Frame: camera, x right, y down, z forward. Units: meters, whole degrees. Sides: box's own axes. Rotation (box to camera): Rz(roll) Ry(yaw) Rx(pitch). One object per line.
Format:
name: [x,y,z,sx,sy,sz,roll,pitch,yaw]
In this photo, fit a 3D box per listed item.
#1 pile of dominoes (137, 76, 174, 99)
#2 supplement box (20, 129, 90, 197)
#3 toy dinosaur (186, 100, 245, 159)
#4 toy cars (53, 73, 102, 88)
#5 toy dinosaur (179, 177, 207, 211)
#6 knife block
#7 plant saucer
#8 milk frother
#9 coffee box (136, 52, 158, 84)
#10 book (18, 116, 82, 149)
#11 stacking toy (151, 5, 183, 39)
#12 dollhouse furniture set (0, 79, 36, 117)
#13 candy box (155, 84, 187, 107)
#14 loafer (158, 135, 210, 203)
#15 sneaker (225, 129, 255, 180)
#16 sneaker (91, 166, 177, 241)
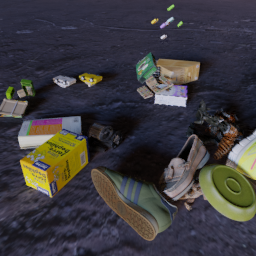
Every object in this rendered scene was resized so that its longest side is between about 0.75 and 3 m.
pile of dominoes: [1.168,-2.015,13.113,1.453,0.297,1.865,-29,24,1]
supplement box: [-2.157,1.004,8.639,1.033,1.039,1.897,17,38,24]
toy dinosaur: [3.240,0.049,9.935,1.979,1.489,2.916,23,16,6]
toy cars: [-2.529,-2.345,14.206,2.502,0.554,1.122,-6,30,-3]
toy dinosaur: [1.901,1.745,7.953,1.386,0.595,0.939,-24,19,11]
knife block: [2.032,-3.166,15.041,2.858,0.914,2.509,-19,39,-25]
plant saucer: [2.829,1.658,7.724,1.807,0.281,1.807,16,41,-15]
milk frother: [-0.921,0.168,9.834,1.079,1.147,1.035,19,42,27]
coffee box: [0.501,-1.632,7.538,0.585,0.209,0.951,-40,27,22]
book: [-2.867,0.070,10.585,2.186,0.525,1.460,-5,31,-8]
stacking toy: [1.262,-3.407,9.057,0.904,0.682,0.212,-30,-1,39]
dollhouse furniture set: [-4.866,-1.128,12.522,1.107,0.855,2.214,8,53,0]
candy box: [1.999,-1.535,12.964,1.423,0.509,1.194,6,34,9]
loafer: [1.573,1.123,8.385,0.995,0.870,2.769,-17,13,42]
sneaker: [4.594,0.606,9.026,2.966,1.159,1.339,-39,53,-13]
sneaker: [0.190,1.820,7.659,1.191,0.890,2.654,-19,39,-36]
